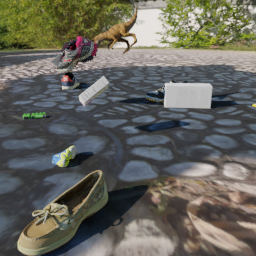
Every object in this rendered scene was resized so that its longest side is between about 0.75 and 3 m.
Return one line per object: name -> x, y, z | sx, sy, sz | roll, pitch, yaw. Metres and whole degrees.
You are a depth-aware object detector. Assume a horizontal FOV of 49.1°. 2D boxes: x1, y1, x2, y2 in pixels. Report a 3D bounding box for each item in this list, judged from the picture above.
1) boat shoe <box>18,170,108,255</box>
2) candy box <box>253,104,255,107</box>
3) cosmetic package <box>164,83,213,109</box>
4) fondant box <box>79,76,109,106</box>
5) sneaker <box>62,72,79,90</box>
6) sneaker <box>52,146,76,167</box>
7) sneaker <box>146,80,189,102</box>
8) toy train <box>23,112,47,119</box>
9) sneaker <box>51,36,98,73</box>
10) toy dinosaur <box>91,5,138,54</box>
boat shoe -> -1.231, 1.588, 5.591 | 0.833, 0.712, 2.272 | 11, 23, 27
candy box -> 6.572, -1.022, 13.536 | 0.477, 0.123, 0.933 | -8, 22, -28
cosmetic package -> 2.892, -1.577, 13.630 | 2.188, 1.110, 0.779 | 2, 20, 3
fondant box -> -1.147, -1.224, 9.469 | 1.071, 0.312, 0.773 | -39, 0, -9
sneaker -> -3.684, -3.174, 18.113 | 0.888, 1.001, 2.368 | 0, 20, 0
sneaker -> -1.906, 0.791, 8.254 | 0.524, 0.377, 0.997 | 4, 21, 11
sneaker -> 2.118, -2.007, 14.833 | 2.499, 1.096, 0.945 | -7, 23, -13
toy train -> -4.023, -0.514, 12.073 | 0.999, 0.208, 0.282 | -5, 31, -13
sneaker -> -2.482, -3.228, 12.029 | 2.613, 1.053, 0.975 | -16, -26, 38
toy dinosaur -> -0.202, -4.244, 12.236 | 2.975, 1.580, 0.899 | -37, 3, -16
